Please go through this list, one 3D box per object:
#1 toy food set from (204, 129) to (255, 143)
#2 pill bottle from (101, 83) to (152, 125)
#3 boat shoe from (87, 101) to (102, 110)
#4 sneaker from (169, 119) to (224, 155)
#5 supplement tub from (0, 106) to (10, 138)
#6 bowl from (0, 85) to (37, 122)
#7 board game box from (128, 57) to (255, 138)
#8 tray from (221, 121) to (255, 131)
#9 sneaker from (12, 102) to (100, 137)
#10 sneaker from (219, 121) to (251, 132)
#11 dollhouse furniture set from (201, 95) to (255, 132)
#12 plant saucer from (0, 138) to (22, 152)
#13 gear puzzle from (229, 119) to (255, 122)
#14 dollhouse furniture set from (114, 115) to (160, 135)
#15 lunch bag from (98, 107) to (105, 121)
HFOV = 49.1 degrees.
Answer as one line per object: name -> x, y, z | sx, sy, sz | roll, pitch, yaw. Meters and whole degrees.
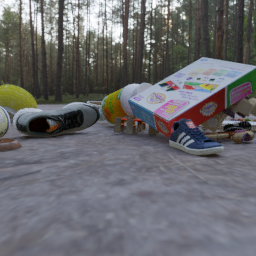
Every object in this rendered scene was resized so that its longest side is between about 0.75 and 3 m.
toy food set -> 2.434, 0.221, 6.767 | 1.523, 0.240, 0.968 | -6, 3, 19
pill bottle -> 0.049, -0.851, 9.785 | 1.185, 1.185, 2.134 | -4, -7, -35
boat shoe -> -0.830, -1.104, 14.632 | 2.881, 1.006, 1.021 | 1, 19, 18
sneaker -> 1.272, 0.146, 5.481 | 0.540, 0.609, 1.441 | -3, 7, -27
supplement tub -> -3.443, -0.096, 6.512 | 0.870, 0.870, 1.200 | 1, 7, 11
bowl -> -5.019, -0.858, 12.112 | 1.863, 1.863, 1.002 | 1, 49, 11
board game box -> 1.676, -0.933, 7.478 | 2.797, 0.564, 2.140 | -30, 30, -13
tray -> 3.705, -0.083, 9.493 | 2.053, 0.228, 1.102 | 5, 7, 42
sneaker -> -1.854, -0.152, 7.774 | 2.414, 0.892, 0.957 | -11, 20, -30
sneaker -> 3.216, -0.037, 8.409 | 1.008, 0.371, 0.403 | -1, 4, -13
dollhouse furniture set -> 3.369, -0.025, 8.190 | 2.253, 1.599, 1.785 | 27, 25, -14
plant saucer -> -2.714, 0.341, 5.778 | 0.981, 0.169, 0.981 | 0, 5, 0
gear puzzle -> 5.122, -0.342, 12.214 | 1.279, 0.168, 0.662 | 1, 6, 7
dollhouse furniture set -> 0.329, -0.211, 8.308 | 1.261, 0.657, 1.275 | 6, 8, 21
lunch bag -> -0.940, -0.685, 11.424 | 0.491, 0.686, 0.805 | 37, 31, -6
